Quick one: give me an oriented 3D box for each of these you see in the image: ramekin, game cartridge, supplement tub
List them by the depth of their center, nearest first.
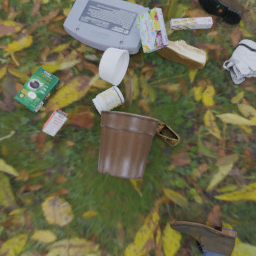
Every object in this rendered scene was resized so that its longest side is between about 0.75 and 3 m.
[{"bbox_3d":[-0.675,-0.950,9.627,0.930,0.674,0.674,-31,77,-8],"label":"supplement tub"},{"bbox_3d":[-0.493,-2.155,9.691,0.611,1.254,1.254,22,76,13],"label":"ramekin"},{"bbox_3d":[-0.753,-3.843,10.344,2.979,0.619,1.984,21,81,11],"label":"game cartridge"}]

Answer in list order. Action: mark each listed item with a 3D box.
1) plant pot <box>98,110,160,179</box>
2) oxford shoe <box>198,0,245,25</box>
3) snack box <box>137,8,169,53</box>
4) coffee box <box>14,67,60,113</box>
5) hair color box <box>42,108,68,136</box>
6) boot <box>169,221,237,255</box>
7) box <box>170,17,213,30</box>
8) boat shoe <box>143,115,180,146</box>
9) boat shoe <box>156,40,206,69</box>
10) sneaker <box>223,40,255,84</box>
[{"bbox_3d":[-0.092,0.505,8.146,1.761,1.761,1.743,10,88,3],"label":"plant pot"},{"bbox_3d":[3.510,-4.789,10.692,2.036,0.740,0.860,34,69,0],"label":"oxford shoe"},{"bbox_3d":[0.804,-3.205,9.262,0.320,0.859,1.208,-16,95,-45],"label":"snack box"},{"bbox_3d":[-3.192,-1.351,9.916,0.914,0.327,1.487,32,78,8],"label":"coffee box"},{"bbox_3d":[-2.122,-0.158,8.160,0.394,0.238,0.776,32,115,-25],"label":"hair color box"},{"bbox_3d":[2.226,3.404,8.423,2.087,0.780,1.011,10,73,1],"label":"boot"},{"bbox_3d":[2.389,-3.963,10.626,1.552,0.300,0.322,-2,75,-1],"label":"box"},{"bbox_3d":[1.085,-0.003,9.447,1.582,0.538,0.569,30,77,8],"label":"boat shoe"},{"bbox_3d":[1.901,-2.801,10.145,1.980,0.730,0.685,24,74,-3],"label":"boat shoe"},{"bbox_3d":[4.548,-1.958,9.816,2.379,0.894,1.367,42,79,15],"label":"sneaker"}]
